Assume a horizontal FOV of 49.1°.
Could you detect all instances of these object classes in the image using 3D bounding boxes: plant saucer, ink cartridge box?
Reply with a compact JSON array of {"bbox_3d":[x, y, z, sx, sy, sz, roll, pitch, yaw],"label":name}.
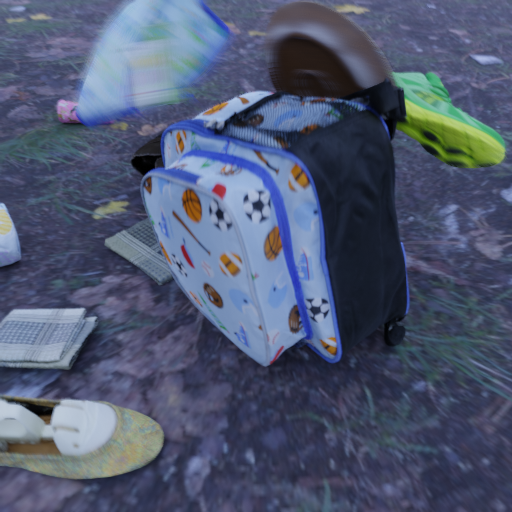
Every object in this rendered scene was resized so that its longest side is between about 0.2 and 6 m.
[{"bbox_3d":[1.003,-2.592,8.425,2.448,2.448,0.393,30,67,35],"label":"plant saucer"},{"bbox_3d":[-1.242,-2.286,6.661,0.506,0.974,0.289,2,12,30],"label":"ink cartridge box"}]

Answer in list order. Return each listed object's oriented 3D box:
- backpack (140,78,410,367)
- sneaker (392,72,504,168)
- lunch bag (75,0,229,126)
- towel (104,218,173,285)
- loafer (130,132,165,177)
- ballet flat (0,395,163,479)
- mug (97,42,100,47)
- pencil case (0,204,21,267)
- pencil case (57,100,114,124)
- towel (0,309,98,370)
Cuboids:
[{"bbox_3d":[0.132,-0.537,8.213,3.049,3.957,3.769,-22,31,-22],"label":"backpack"},{"bbox_3d":[2.932,-2.475,9.369,2.822,1.045,1.179,37,76,22],"label":"sneaker"},{"bbox_3d":[-2.094,-3.531,10.407,2.246,1.683,2.642,7,58,53],"label":"lunch bag"},{"bbox_3d":[-1.664,-0.214,10.412,1.734,0.299,1.669,31,49,33],"label":"towel"},{"bbox_3d":[-1.391,-1.544,11.506,1.266,1.296,3.550,-31,38,-28],"label":"loafer"},{"bbox_3d":[-2.515,2.065,6.657,2.741,0.969,0.969,2,36,3],"label":"ballet flat"},{"bbox_3d":[-3.066,-4.037,12.006,0.829,0.809,1.010,-19,56,43],"label":"mug"},{"bbox_3d":[-5.287,-0.071,9.416,2.490,1.130,1.035,-23,51,-26],"label":"pencil case"},{"bbox_3d":[-4.560,-3.885,15.118,1.516,0.628,0.656,2,75,3],"label":"pencil case"},{"bbox_3d":[-3.187,1.170,8.229,1.445,0.250,1.391,3,23,1],"label":"towel"}]
